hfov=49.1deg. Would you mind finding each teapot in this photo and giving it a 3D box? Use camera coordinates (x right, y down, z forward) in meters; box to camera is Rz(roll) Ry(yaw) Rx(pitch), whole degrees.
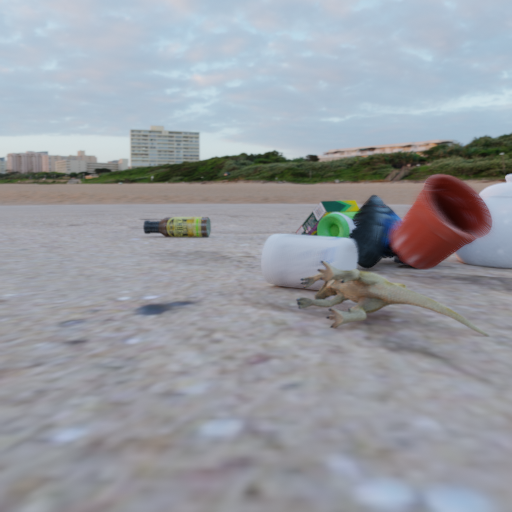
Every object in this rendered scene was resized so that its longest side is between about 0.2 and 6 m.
[{"bbox_3d":[4.553,-0.642,9.838,2.114,1.565,2.142,4,7,29],"label":"teapot"}]

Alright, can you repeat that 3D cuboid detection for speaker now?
[{"bbox_3d":[2.223,-0.615,12.770,0.856,0.856,1.936,6,9,40],"label":"speaker"}]

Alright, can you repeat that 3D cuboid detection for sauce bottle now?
[{"bbox_3d":[-2.161,-0.771,15.293,1.802,0.583,0.583,-2,7,5],"label":"sauce bottle"}]

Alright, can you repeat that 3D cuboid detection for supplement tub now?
[{"bbox_3d":[0.696,0.084,7.306,1.079,0.712,0.712,6,9,30],"label":"supplement tub"}]

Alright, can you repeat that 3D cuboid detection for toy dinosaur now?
[{"bbox_3d":[1.129,0.348,5.576,1.079,0.621,2.133,-3,7,-34],"label":"toy dinosaur"}]

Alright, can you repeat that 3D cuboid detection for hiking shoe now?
[{"bbox_3d":[2.216,-0.349,9.704,1.023,0.878,2.360,36,29,-2],"label":"hiking shoe"}]

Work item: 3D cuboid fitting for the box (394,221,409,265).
[{"bbox_3d":[2.776,-0.216,9.521,0.508,0.721,0.974,11,10,32],"label":"box"}]

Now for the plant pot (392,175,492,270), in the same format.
[{"bbox_3d":[2.521,-0.397,7.868,1.070,1.070,1.041,-3,-32,-27],"label":"plant pot"}]

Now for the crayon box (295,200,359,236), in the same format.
[{"bbox_3d":[1.732,-0.825,13.550,1.087,0.367,1.260,-6,-30,-34],"label":"crayon box"}]
